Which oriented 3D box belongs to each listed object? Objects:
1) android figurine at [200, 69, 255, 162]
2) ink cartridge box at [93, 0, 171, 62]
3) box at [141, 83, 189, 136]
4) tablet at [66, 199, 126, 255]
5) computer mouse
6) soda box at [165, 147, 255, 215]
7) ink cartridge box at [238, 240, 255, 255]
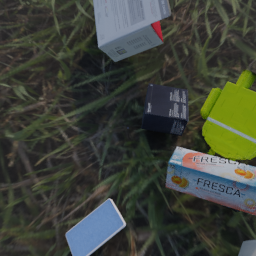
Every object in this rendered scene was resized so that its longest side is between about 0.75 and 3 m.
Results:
[{"bbox_3d":[2.982,-0.202,7.385,2.282,0.515,2.507,30,100,34],"label":"android figurine"},{"bbox_3d":[0.193,-3.686,8.475,2.281,1.089,2.598,-15,71,24],"label":"ink cartridge box"},{"bbox_3d":[1.031,-0.532,7.790,1.151,0.658,1.264,11,48,0],"label":"box"},{"bbox_3d":[-0.792,2.422,6.648,1.433,0.098,0.932,-39,40,-3],"label":"tablet"},{"bbox_3d":[3.295,1.371,7.386,1.705,0.449,1.181,-23,74,5],"label":"computer mouse"},{"bbox_3d":[2.119,1.215,6.541,2.381,0.814,0.757,14,32,19],"label":"soda box"},{"bbox_3d":[3.216,3.298,5.503,1.892,1.368,1.375,28,66,8],"label":"ink cartridge box"}]
